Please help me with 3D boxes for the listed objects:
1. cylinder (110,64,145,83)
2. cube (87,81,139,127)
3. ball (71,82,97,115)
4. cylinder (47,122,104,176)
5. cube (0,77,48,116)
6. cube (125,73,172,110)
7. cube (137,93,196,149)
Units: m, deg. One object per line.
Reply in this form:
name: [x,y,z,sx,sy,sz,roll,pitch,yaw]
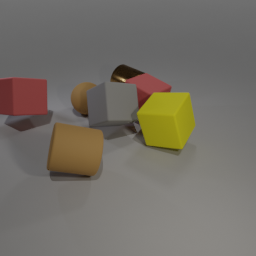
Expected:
cylinder: [0.091,-2.247,13.741,1.400,1.400,1.400,29,40,31]
cube: [-0.575,-0.844,10.485,1.400,1.400,1.400,-1,-7,-36]
ball: [-1.773,-1.282,12.151,1.400,1.400,1.400,0,29,0]
cylinder: [-1.576,0.635,8.284,1.400,1.400,1.400,10,26,-17]
cube: [-4.158,-1.227,11.062,1.400,1.400,1.400,6,8,44]
cube: [0.728,-1.253,11.649,1.400,1.400,1.400,34,41,28]
cube: [1.359,-0.288,9.691,1.400,1.400,1.400,5,39,33]
